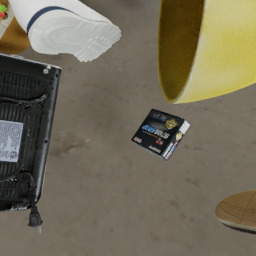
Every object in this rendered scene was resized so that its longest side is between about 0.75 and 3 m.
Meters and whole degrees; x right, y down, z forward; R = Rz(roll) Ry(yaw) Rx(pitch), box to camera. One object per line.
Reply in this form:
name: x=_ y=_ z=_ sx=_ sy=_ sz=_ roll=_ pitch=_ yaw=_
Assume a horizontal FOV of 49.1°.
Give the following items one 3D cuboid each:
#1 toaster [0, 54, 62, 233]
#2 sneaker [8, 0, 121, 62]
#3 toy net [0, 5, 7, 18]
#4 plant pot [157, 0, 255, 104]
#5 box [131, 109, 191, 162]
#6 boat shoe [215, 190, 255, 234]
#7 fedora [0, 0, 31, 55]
toaster: x=-2.272 y=0.052 z=4.047 sx=2.240 sy=1.470 sz=2.477 roll=8 pitch=95 yaw=-23
sneaker: x=-0.869 y=-1.691 z=4.430 sx=0.893 sy=2.338 sz=0.941 roll=-40 pitch=82 yaw=17
toy net: x=-2.269 y=-1.861 z=4.389 sx=0.520 sy=0.990 sz=0.191 roll=11 pitch=81 yaw=-39
plant pot: x=1.627 y=-1.657 z=4.438 sx=1.852 sy=2.609 sz=2.609 roll=1 pitch=57 yaw=-6
box: x=0.488 y=0.079 z=4.363 sx=0.661 sy=0.191 sz=0.832 roll=-56 pitch=34 yaw=-5
boat shoe: x=2.216 y=1.240 z=3.534 sx=2.144 sy=0.695 sz=0.771 roll=-10 pitch=21 yaw=34
fedora: x=-2.287 y=-2.213 z=5.452 sx=2.320 sy=0.946 sz=2.320 roll=-18 pitch=63 yaw=41
